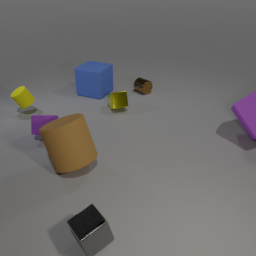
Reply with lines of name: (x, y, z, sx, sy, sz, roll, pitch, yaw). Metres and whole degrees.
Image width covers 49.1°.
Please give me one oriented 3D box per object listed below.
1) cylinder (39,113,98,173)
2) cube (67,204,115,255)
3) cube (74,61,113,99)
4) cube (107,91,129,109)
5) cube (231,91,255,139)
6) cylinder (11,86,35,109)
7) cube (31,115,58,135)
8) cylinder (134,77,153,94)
cylinder: (-1.809, 0.440, 8.602, 1.400, 1.400, 1.400, -16, 16, 5)
cube: (-0.840, 2.314, 6.341, 0.700, 0.700, 0.700, -32, 39, -22)
cube: (-1.660, -2.419, 13.958, 1.400, 1.400, 1.400, 12, 32, 20)
cube: (-0.445, -1.234, 12.399, 0.700, 0.700, 0.700, -11, 6, -18)
cube: (4.617, -0.547, 9.734, 1.400, 1.400, 1.400, -34, -11, 14)
cylinder: (-4.464, -1.296, 11.901, 0.700, 0.700, 0.700, -20, 39, 17)
cube: (-3.042, -0.115, 10.270, 0.700, 0.700, 0.700, 0, 2, 23)
cylinder: (0.764, -2.131, 14.161, 0.700, 0.700, 0.700, -24, 38, -35)
